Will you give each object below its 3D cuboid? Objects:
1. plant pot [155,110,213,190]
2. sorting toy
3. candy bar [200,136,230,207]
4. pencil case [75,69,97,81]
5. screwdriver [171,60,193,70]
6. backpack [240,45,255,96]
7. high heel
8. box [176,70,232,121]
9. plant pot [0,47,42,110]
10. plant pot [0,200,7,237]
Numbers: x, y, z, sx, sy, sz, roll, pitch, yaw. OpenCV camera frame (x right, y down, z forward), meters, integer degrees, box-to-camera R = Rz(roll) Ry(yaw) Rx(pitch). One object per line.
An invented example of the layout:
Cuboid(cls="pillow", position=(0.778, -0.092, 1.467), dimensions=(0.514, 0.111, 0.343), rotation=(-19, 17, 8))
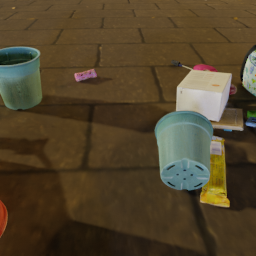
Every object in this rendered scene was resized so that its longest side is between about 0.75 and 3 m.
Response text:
Cuboid(cls="plant pot", position=(1.470, 0.652, 7.366), dimensions=(1.620, 1.620, 1.587), rotation=(5, 43, 6))
Cuboid(cls="sorting toy", position=(3.065, -0.277, 9.507), dimensions=(2.912, 0.397, 1.640), rotation=(6, 28, 18))
Cuboid(cls="candy bar", position=(2.399, 1.029, 7.776), dimensions=(0.695, 0.309, 2.788), rotation=(9, 36, 10))
Cuboid(cls="pencil case", position=(-1.907, -2.364, 12.567), dimensions=(0.972, 0.420, 0.402), rotation=(-18, 72, -24))
Cuboid(cls="screwdriver", position=(2.723, -2.995, 13.582), dimensions=(0.245, 0.235, 1.683), rotation=(8, 20, -42))
Cuboid(cls="backpack", position=(5.467, -1.996, 11.032), dimensions=(1.742, 1.849, 2.266), rotation=(-27, 49, -20))
Cuboid(cls="high heel", position=(3.350, -1.988, 11.710), dimensions=(1.112, 0.781, 2.318), rotation=(-13, 49, -35))
Cuboid(cls="box", position=(2.656, -1.197, 9.750), dimensions=(1.470, 1.027, 1.931), rotation=(12, 33, 24))
Cuboid(cls="plant pot", position=(-4.089, -1.821, 10.493), dimensions=(1.912, 1.873, 1.912), rotation=(-1, 35, 1))
Cuboid(cls="plant pot", position=(-3.787, 1.447, 5.696), dimensions=(2.062, 2.005, 2.062), rotation=(0, 35, 0))
